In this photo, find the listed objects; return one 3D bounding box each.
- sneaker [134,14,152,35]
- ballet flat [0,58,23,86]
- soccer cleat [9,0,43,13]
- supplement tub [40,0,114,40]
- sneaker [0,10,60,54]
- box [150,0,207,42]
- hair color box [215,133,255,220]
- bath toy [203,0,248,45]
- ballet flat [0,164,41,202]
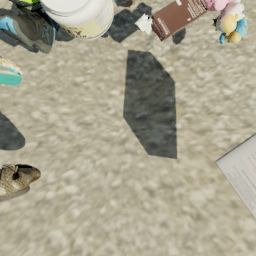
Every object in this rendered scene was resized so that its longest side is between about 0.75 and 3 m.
[{"bbox_3d":[0.488,-2.719,7.335,0.349,0.937,0.408,43,111,3],"label":"sneaker"},{"bbox_3d":[-2.764,-1.191,5.304,0.643,1.701,0.544,-40,72,15],"label":"ballet flat"},{"bbox_3d":[-2.610,-3.216,7.111,0.751,1.852,0.625,-34,97,23],"label":"soccer cleat"},{"bbox_3d":[-1.246,-3.193,6.955,1.573,2.170,1.573,0,94,5],"label":"supplement tub"},{"bbox_3d":[-2.480,-2.644,7.186,0.910,2.486,1.018,33,98,-3],"label":"sneaker"},{"bbox_3d":[1.334,-3.020,7.532,1.389,0.521,0.696,-33,96,-4],"label":"box"},{"bbox_3d":[3.005,0.323,4.526,0.859,2.804,1.423,-7,60,-49],"label":"hair color box"},{"bbox_3d":[2.413,-3.342,7.372,0.877,2.372,1.032,-11,48,35],"label":"bath toy"},{"bbox_3d":[-2.168,0.889,5.396,0.809,2.402,0.557,-18,93,-13],"label":"ballet flat"}]
